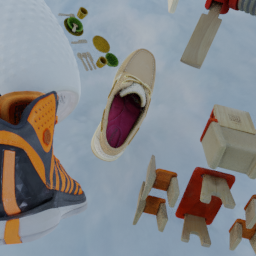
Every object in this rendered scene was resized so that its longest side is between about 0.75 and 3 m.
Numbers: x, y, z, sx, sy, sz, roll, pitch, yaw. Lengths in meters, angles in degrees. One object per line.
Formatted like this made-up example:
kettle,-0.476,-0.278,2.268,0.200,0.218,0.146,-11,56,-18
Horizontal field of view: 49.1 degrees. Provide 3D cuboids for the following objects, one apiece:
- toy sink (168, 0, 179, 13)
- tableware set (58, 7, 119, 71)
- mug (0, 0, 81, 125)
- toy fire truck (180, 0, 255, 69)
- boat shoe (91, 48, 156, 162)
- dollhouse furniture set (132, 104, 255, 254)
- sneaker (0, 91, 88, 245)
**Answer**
toy sink,2.002,-4.334,7.400,1.317,2.350,1.532,8,55,-6
tableware set,-0.749,-1.842,5.754,0.954,0.217,1.416,-21,81,-44
mug,-1.761,-0.865,4.302,1.753,2.374,2.082,-28,74,-28
toy fire truck,2.366,-2.433,5.460,2.417,2.746,1.767,38,47,26
boat shoe,0.071,-0.549,5.451,0.924,0.867,2.507,23,73,-12
dollhouse furniture set,1.187,0.728,3.926,1.873,1.853,0.965,14,34,1
sneaker,-1.037,0.335,3.377,1.018,2.624,1.470,-2,82,-6
